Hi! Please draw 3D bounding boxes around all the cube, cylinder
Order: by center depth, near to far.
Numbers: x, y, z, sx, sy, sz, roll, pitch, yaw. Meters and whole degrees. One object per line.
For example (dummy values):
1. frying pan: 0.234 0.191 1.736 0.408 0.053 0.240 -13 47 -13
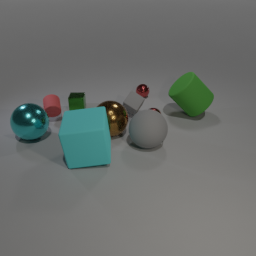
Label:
1. cube: -1.347 0.296 9.193 1.400 1.400 1.400 -7 34 1
2. cylinder: -3.191 -0.931 11.773 0.700 0.700 0.700 -8 52 -14
3. cylinder: 2.712 -1.444 12.072 1.400 1.400 1.400 41 20 -19
4. cube: 0.228 -1.084 12.296 0.700 0.700 0.700 33 72 4
5. cube: -2.364 -1.214 13.073 0.700 0.700 0.700 0 28 -1

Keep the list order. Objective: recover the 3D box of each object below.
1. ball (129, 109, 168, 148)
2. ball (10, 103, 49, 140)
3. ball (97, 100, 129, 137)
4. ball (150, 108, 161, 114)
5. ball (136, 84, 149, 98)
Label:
1. ball: 0.721 0.032 10.033 1.400 1.400 1.400 0 28 0
2. ball: -3.684 -0.237 10.536 1.400 1.400 1.400 0 28 0
3. ball: -0.678 -0.359 10.787 1.400 1.400 1.400 0 28 0
4. ball: 1.055 -0.501 11.732 0.700 0.700 0.700 0 28 0
5. ball: 0.751 -1.906 14.346 0.700 0.700 0.700 0 28 0
